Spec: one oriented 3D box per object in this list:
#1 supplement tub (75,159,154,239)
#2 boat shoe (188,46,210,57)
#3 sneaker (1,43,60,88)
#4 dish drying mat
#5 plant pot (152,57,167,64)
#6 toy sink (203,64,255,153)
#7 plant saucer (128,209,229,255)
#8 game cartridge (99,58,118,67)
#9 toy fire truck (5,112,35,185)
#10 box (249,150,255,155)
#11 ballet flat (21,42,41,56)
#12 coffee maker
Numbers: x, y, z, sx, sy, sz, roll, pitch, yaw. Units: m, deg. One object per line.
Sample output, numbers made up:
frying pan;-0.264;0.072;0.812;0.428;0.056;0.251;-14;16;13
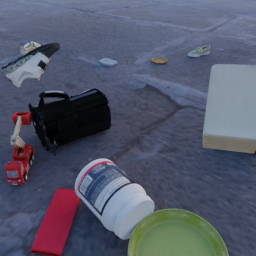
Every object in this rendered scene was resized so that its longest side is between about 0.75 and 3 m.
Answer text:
supplement tub;-0.327;1.543;6.301;1.149;1.149;1.637;-26;43;-32
boat shoe;3.790;-4.102;14.907;1.364;0.423;0.491;-18;39;-24
sneaker;-2.573;-1.770;7.867;1.741;0.770;0.645;-37;31;-18
dish drying mat;-1.578;2.084;6.408;0.665;0.158;1.732;4;35;5
plant pot;1.601;-3.422;14.225;0.803;0.110;0.803;-1;35;0
toy sink;1.969;-0.355;5.279;0.948;0.814;1.454;5;70;17
plant saucer;0.966;2.521;5.479;1.941;0.302;1.941;0;43;0
game cartridge;-0.997;-3.270;13.975;0.839;0.170;0.560;25;39;31
toy fire truck;-2.956;0.502;7.662;0.441;1.275;1.807;-2;35;-1
box;3.398;-0.025;8.563;1.322;1.086;1.097;12;37;17
ballet flat;-5.289;-4.426;15.305;0.591;0.500;1.563;8;35;15
coffee maker;-1.661;-0.193;8.722;2.226;1.500;2.139;-20;58;-24
